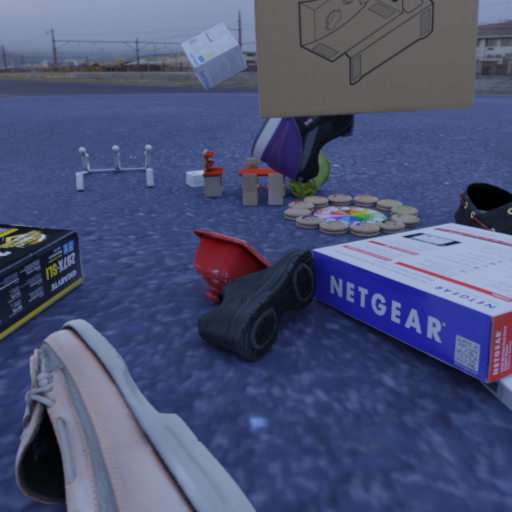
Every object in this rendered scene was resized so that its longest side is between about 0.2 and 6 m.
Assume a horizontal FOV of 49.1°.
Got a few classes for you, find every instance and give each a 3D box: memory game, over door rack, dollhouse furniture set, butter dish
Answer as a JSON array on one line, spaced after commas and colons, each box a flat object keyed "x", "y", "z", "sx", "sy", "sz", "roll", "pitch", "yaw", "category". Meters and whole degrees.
[{"x": 2.003, "y": -0.916, "z": 11.813, "sx": 2.854, "sy": 0.182, "sz": 2.854, "roll": 0, "pitch": 20, "yaw": 0, "category": "memory game"}, {"x": -3.769, "y": -2.480, "z": 15.122, "sx": 1.941, "sy": 0.875, "sz": 2.627, "roll": -5, "pitch": 21, "yaw": -11, "category": "over door rack"}, {"x": -0.229, "y": -1.980, "z": 13.382, "sx": 2.040, "sy": 1.062, "sz": 2.062, "roll": 0, "pitch": 20, "yaw": 2, "category": "dollhouse furniture set"}, {"x": -0.393, "y": 0.260, "z": 7.784, "sx": 1.148, "sy": 0.848, "sz": 1.145, "roll": 17, "pitch": -19, "yaw": 45, "category": "butter dish"}]

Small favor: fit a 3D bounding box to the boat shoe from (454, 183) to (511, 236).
[{"x": 4.213, "y": -0.393, "z": 9.194, "sx": 1.232, "sy": 1.055, "sz": 3.368, "roll": 2, "pitch": 21, "yaw": -4, "category": "boat shoe"}]

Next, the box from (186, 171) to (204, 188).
[{"x": -1.499, "y": -2.002, "z": 14.571, "sx": 0.507, "sy": 0.331, "sz": 0.504, "roll": -11, "pitch": 23, "yaw": -28, "category": "box"}]

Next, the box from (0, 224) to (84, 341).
[{"x": -4.510, "y": 0.515, "z": 6.811, "sx": 3.103, "sy": 0.959, "sz": 3.886, "roll": 6, "pitch": 21, "yaw": 12, "category": "box"}]

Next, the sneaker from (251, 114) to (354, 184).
[{"x": 0.973, "y": -2.104, "z": 7.425, "sx": 1.048, "sy": 2.394, "sz": 0.906, "roll": 32, "pitch": 17, "yaw": 5, "category": "sneaker"}]

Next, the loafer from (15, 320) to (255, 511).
[{"x": -1.199, "y": 1.387, "z": 3.895, "sx": 1.094, "sy": 1.251, "sz": 3.478, "roll": -25, "pitch": 24, "yaw": -27, "category": "loafer"}]

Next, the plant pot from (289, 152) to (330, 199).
[{"x": 1.203, "y": -1.885, "z": 13.494, "sx": 1.092, "sy": 1.092, "sz": 1.037, "roll": 4, "pitch": 33, "yaw": 10, "category": "plant pot"}]

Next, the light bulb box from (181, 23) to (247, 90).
[{"x": -0.864, "y": -4.075, "z": 11.427, "sx": 0.994, "sy": 0.620, "sz": 0.985, "roll": -28, "pitch": 53, "yaw": 0, "category": "light bulb box"}]

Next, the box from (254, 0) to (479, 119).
[{"x": 0.929, "y": -2.039, "z": 4.878, "sx": 1.905, "sy": 1.558, "sz": 0.203, "roll": -1, "pitch": 20, "yaw": 9, "category": "box"}]

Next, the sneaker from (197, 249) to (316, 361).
[{"x": 0.056, "y": 0.461, "z": 7.000, "sx": 0.946, "sy": 0.792, "sz": 2.084, "roll": 6, "pitch": 27, "yaw": 33, "category": "sneaker"}]

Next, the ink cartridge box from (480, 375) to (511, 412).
[{"x": 2.914, "y": 1.356, "z": 5.463, "sx": 0.946, "sy": 0.237, "sz": 1.090, "roll": -4, "pitch": 18, "yaw": -10, "category": "ink cartridge box"}]

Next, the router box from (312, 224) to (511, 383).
[{"x": 2.653, "y": 0.349, "z": 7.161, "sx": 2.702, "sy": 0.735, "sz": 3.011, "roll": -11, "pitch": 18, "yaw": -27, "category": "router box"}]
